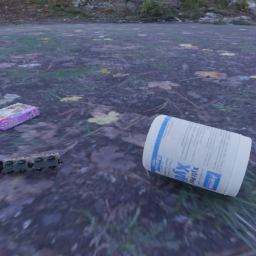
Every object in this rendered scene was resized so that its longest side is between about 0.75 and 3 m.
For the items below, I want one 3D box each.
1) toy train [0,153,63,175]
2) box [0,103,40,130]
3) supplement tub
[{"bbox_3d":[-2.304,0.786,5.969,1.858,0.317,0.425,-7,11,-1],"label":"toy train"},{"bbox_3d":[-3.592,-0.383,8.673,0.951,0.272,1.391,12,27,26],"label":"box"},{"bbox_3d":[1.271,0.489,5.335,1.767,1.166,1.166,16,28,18],"label":"supplement tub"}]
